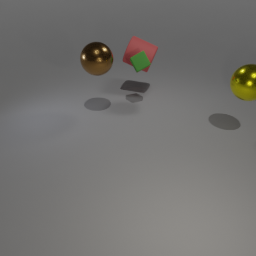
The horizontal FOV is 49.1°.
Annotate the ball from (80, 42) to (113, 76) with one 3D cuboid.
[{"bbox_3d":[-1.313,-2.912,11.809,1.400,1.400,1.400,0,31,0],"label":"ball"}]

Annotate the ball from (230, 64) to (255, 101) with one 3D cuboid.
[{"bbox_3d":[4.620,-1.722,10.648,1.400,1.400,1.400,0,31,0],"label":"ball"}]

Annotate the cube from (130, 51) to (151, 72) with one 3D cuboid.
[{"bbox_3d":[0.554,-3.028,12.830,0.700,0.700,0.700,-29,7,3],"label":"cube"}]

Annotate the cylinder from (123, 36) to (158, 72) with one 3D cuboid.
[{"bbox_3d":[0.629,-3.776,14.359,1.400,1.400,1.400,25,33,0],"label":"cylinder"}]
